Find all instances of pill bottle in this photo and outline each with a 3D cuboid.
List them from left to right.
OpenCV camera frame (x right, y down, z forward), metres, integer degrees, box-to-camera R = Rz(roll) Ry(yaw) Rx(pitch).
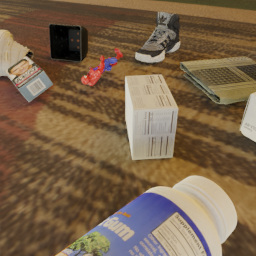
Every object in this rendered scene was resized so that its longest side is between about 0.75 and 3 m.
[{"bbox_3d":[0.284,1.559,3.470,2.368,1.327,1.327,-27,42,-34],"label":"pill bottle"}]

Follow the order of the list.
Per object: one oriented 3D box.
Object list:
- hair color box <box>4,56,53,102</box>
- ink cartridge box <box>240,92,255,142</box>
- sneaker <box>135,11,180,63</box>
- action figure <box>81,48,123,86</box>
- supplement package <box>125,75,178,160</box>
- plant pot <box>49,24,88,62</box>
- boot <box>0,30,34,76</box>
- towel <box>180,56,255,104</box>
[{"bbox_3d":[-2.999,-1.507,8.372,0.865,0.530,1.747,-40,41,-12],"label":"hair color box"},{"bbox_3d":[4.274,-0.321,6.491,2.625,1.095,1.905,-21,39,-29],"label":"ink cartridge box"},{"bbox_3d":[1.204,-3.668,11.048,1.075,1.621,2.848,21,39,28],"label":"sneaker"},{"bbox_3d":[-0.876,-1.920,8.960,0.572,0.724,2.212,43,39,-10],"label":"action figure"},{"bbox_3d":[0.446,-0.287,6.289,0.903,1.269,1.629,-3,34,-4],"label":"supplement package"},{"bbox_3d":[-2.216,-3.410,11.108,1.318,1.321,1.172,9,23,14],"label":"plant pot"},{"bbox_3d":[-4.216,-2.739,10.372,1.414,1.088,2.960,1,41,-10],"label":"boot"},{"bbox_3d":[3.410,-1.566,9.080,2.856,0.493,2.750,-7,37,-14],"label":"towel"}]
